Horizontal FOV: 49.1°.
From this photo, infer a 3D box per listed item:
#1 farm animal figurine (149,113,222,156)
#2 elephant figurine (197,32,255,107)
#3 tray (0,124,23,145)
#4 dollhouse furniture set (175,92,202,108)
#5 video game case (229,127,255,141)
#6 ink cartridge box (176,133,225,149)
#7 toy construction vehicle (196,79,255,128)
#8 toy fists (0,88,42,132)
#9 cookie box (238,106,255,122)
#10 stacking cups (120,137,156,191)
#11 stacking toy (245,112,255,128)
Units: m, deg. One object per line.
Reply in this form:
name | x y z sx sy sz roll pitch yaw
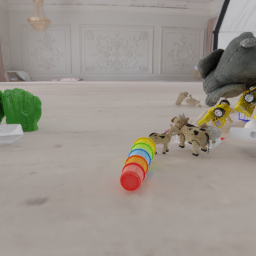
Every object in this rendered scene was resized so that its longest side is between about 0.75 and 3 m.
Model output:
farm animal figurine | 1.327 0.111 6.799 1.508 0.795 1.525 18 34 34
elephant figurine | 3.121 -1.585 8.940 2.728 2.117 1.931 -37 24 33
tray | -4.448 0.277 7.626 2.961 0.328 1.590 -5 12 -23
dollhouse furniture set | 3.449 -1.333 15.482 1.455 0.710 1.241 32 26 23
video game case | 4.287 0.200 6.398 2.792 0.326 2.539 2 2 -25
ink cartridge box | 2.098 0.229 7.934 1.038 0.323 1.290 8 16 32
toy construction vehicle | 3.833 -0.844 9.148 2.964 1.044 2.580 -36 6 43
toy fists | -4.219 -0.685 9.544 2.756 1.405 0.948 3 13 13
cookie box | 5.753 -0.639 10.569 2.002 0.880 2.341 -9 15 -38
stacking cups | 0.224 0.701 5.425 0.545 0.545 1.800 2 17 9
stacking toy | 4.365 -0.332 8.342 2.402 1.755 1.755 -22 20 -22
